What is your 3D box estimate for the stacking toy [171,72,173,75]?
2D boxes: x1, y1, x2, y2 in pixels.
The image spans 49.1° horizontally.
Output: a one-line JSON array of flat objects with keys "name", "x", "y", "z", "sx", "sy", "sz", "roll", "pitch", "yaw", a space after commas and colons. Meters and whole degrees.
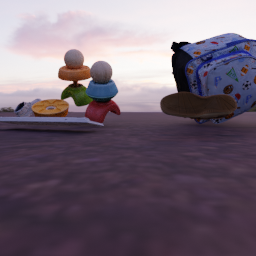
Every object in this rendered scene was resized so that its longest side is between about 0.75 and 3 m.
[{"name": "stacking toy", "x": 2.792, "y": -1.394, "z": 11.435, "sx": 2.577, "sy": 2.847, "sz": 1.202, "roll": -25, "pitch": -7, "yaw": -37}]

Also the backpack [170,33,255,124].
[{"name": "backpack", "x": 2.793, "y": -1.537, "z": 8.244, "sx": 2.543, "sy": 2.670, "sz": 2.057, "roll": -28, "pitch": 40, "yaw": -10}]

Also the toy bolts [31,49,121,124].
[{"name": "toy bolts", "x": -1.495, "y": -1.230, "z": 8.194, "sx": 2.444, "sy": 1.695, "sz": 2.335, "roll": 20, "pitch": 34, "yaw": 30}]

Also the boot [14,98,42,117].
[{"name": "boot", "x": -3.628, "y": -0.797, "z": 10.201, "sx": 0.405, "sy": 1.100, "sz": 0.526, "roll": 23, "pitch": -28, "yaw": 27}]

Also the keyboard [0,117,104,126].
[{"name": "keyboard", "x": -1.778, "y": -0.119, "z": 6.218, "sx": 2.467, "sy": 0.132, "sz": 0.694, "roll": 2, "pitch": -11, "yaw": 23}]

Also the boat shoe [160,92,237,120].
[{"name": "boat shoe", "x": 1.330, "y": -0.353, "z": 5.477, "sx": 1.496, "sy": 0.540, "sz": 0.538, "roll": -3, "pitch": -28, "yaw": -9}]
